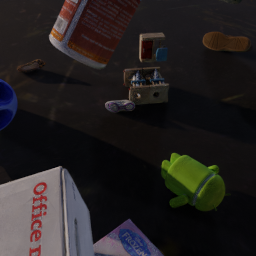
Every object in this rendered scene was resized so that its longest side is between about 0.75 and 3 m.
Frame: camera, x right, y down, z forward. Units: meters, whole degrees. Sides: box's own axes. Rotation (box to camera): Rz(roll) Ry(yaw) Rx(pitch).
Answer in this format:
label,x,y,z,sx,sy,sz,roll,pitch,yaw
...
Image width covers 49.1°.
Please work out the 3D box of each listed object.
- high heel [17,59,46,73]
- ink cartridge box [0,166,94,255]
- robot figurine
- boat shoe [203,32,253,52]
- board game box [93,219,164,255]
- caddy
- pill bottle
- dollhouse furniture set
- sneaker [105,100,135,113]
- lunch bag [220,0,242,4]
label,x,y,z,sx,sy,sz,roll,pitch,yaw
high heel,-3.206,-2.021,9.297,0.914,0.326,0.651,-2,30,24
ink cartridge box,-1.877,1.961,3.299,2.958,1.252,2.138,-18,41,0
robot figurine,1.236,1.023,5.293,1.140,0.752,1.300,-32,49,-33
boat shoe,3.780,-3.203,10.649,1.883,0.679,0.678,21,12,38
board game box,-0.105,2.477,3.793,1.890,0.390,1.895,-28,47,-30
caddy,-3.675,-0.536,6.520,2.041,1.443,1.071,-11,30,-42
pill bottle,-0.558,-2.760,6.189,1.453,2.591,1.453,29,17,-10
dollhouse furniture set,0.495,-1.657,7.873,1.127,1.608,1.133,-6,40,-7
sneaker,-0.211,-0.612,7.714,0.818,0.306,0.408,2,20,3
lunch bag,2.543,-4.015,6.863,1.066,1.529,1.283,36,15,30
